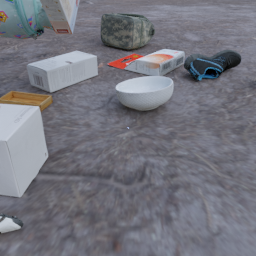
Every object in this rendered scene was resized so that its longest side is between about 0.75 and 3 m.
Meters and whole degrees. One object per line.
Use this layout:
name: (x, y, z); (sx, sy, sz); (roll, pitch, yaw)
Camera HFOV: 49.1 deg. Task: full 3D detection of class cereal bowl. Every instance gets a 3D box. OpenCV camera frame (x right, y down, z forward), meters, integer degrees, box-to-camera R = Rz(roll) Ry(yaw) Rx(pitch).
cereal bowl: (0.499, -0.970, 8.211); (1.686, 0.702, 1.686); (-7, 23, 3)

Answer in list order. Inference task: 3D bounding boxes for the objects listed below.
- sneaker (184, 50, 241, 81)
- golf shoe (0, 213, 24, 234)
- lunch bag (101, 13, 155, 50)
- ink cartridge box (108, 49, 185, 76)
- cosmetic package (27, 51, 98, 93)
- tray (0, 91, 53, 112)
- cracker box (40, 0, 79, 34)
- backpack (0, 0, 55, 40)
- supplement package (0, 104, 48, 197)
sneaker: (3.356, -2.293, 10.654); (2.484, 0.909, 1.018); (-13, 55, -19)
golf shoe: (-2.185, 1.617, 4.349); (1.068, 0.415, 0.504); (-1, 52, -3)
lunch bag: (-0.025, -5.018, 14.387); (2.336, 1.628, 1.959); (21, 28, 34)
ink cartridge box: (0.759, -2.921, 11.723); (2.589, 0.649, 2.099); (23, 37, 29)
cosmetic package: (-2.285, -2.097, 10.116); (1.163, 0.847, 2.289); (22, 38, 32)
tray: (-3.106, -0.811, 8.504); (1.427, 0.264, 0.704); (9, 31, 13)
cracker box: (-1.210, -2.370, 4.803); (0.367, 1.272, 0.852); (2, 68, 7)
backpack: (-2.630, -3.257, 6.628); (1.950, 2.236, 2.543); (-1, 18, 0)
supplement package: (-2.921, 0.335, 5.516); (2.187, 1.309, 1.326); (4, 31, 7)
